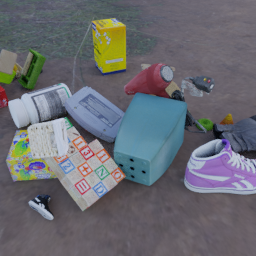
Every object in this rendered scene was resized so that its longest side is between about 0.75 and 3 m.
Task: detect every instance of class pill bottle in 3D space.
[{"bbox_3d":[-3.036,-0.785,9.885,2.007,1.135,1.135,-23,43,-28],"label":"pill bottle"}]

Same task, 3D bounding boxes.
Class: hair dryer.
[{"bbox_3d":[1.080,-0.894,8.579,2.949,2.246,0.801,26,49,26],"label":"hair dryer"}]

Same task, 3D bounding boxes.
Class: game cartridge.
[{"bbox_3d":[-1.034,-0.464,9.489,2.097,0.435,1.396,38,52,7],"label":"game cartridge"}]

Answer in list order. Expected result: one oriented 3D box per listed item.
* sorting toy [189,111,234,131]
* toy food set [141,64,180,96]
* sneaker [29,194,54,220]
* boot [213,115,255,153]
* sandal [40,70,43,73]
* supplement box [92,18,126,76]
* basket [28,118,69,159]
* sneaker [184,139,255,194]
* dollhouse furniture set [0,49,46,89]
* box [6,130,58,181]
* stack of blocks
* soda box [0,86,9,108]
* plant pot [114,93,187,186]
[{"bbox_3d":[2.826,-0.301,9.695,1.806,0.622,0.626,8,38,9],"label":"sorting toy"},{"bbox_3d":[1.164,-1.098,9.702,1.539,0.447,2.229,-1,72,-21],"label":"toy food set"},{"bbox_3d":[-2.054,1.924,7.036,0.836,0.305,0.468,22,44,28],"label":"sneaker"},{"bbox_3d":[3.839,0.572,8.482,1.740,0.922,2.643,-13,28,-11],"label":"boot"},{"bbox_3d":[-4.425,-2.513,12.838,0.473,0.266,1.244,13,38,17],"label":"sandal"},{"bbox_3d":[-0.853,-3.707,12.847,1.195,2.182,1.187,-15,39,-19],"label":"supplement box"},{"bbox_3d":[-1.714,0.213,6.121,0.687,0.754,1.113,-8,6,-8],"label":"basket"},{"bbox_3d":[2.851,0.962,7.355,2.587,1.475,0.938,-4,36,-8],"label":"sneaker"},{"bbox_3d":[-5.192,-3.021,11.925,1.935,1.482,2.953,10,20,-47],"label":"dollhouse furniture set"},{"bbox_3d":[-2.591,0.749,8.142,1.370,0.836,1.320,-4,39,-4],"label":"box"},{"bbox_3d":[-1.275,0.836,7.286,1.271,0.646,2.207,-35,82,-36],"label":"stack of blocks"},{"bbox_3d":[-5.601,-1.523,11.206,0.777,0.704,2.220,-28,46,-30],"label":"soda box"},{"bbox_3d":[0.545,0.371,8.059,1.617,1.616,2.287,15,43,20],"label":"plant pot"}]
